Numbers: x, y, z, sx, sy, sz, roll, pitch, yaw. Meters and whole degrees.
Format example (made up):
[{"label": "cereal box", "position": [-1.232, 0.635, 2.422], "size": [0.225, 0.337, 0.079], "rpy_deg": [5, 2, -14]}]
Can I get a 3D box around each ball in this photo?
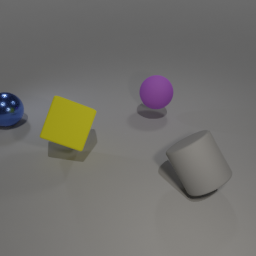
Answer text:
[{"label": "ball", "position": [-4.947, -0.748, 11.326], "size": [1.400, 1.400, 1.400], "rpy_deg": [0, 32, 0]}, {"label": "ball", "position": [1.175, -1.479, 11.616], "size": [1.400, 1.400, 1.400], "rpy_deg": [0, 32, 0]}]

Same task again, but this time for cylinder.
[{"label": "cylinder", "position": [2.017, 0.982, 8.033], "size": [1.400, 1.400, 1.400], "rpy_deg": [-29, 2, 1]}]

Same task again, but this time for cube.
[{"label": "cube", "position": [-1.977, -0.191, 9.401], "size": [1.400, 1.400, 1.400], "rpy_deg": [20, 2, -11]}]
